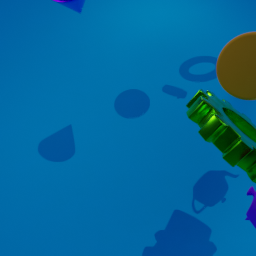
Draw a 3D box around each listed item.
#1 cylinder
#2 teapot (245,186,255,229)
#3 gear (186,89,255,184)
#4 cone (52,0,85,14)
[{"bbox_3d":[2.059,-1.032,4.627,1.014,1.014,1.014,27,25,18],"label":"cylinder"},{"bbox_3d":[1.562,0.854,3.064,0.537,1.096,0.682,33,57,30],"label":"teapot"},{"bbox_3d":[1.796,0.123,4.531,1.904,0.352,1.904,30,26,-17],"label":"gear"},{"bbox_3d":[-1.273,-3.067,6.597,1.145,1.149,1.145,-2,75,6],"label":"cone"}]
